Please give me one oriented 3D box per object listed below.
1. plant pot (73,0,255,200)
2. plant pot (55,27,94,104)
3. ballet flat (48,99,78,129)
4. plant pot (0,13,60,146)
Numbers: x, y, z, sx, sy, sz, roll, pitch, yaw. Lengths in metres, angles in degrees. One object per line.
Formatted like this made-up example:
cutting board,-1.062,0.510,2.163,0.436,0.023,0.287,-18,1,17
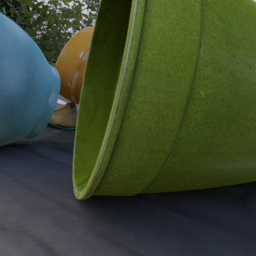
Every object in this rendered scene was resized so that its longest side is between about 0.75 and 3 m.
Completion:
plant pot,0.957,-0.429,3.670,2.846,2.956,2.956,10,7,-15
plant pot,-0.584,-1.332,7.650,1.943,2.122,2.122,33,19,13
ballet flat,-2.547,-0.534,8.873,2.751,0.867,0.944,7,14,35
plant pot,-2.691,-0.837,5.871,1.969,2.938,2.938,19,-5,-39
